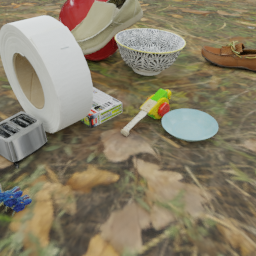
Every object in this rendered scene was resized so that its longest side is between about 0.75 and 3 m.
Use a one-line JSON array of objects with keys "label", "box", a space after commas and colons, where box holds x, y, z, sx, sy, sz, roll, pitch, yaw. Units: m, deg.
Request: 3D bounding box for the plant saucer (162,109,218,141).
[{"label": "plant saucer", "box": [1.698, -0.027, 7.798, 1.540, 0.296, 1.540, 0, 36, 0]}]

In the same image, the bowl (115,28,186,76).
[{"label": "bowl", "box": [0.794, -2.853, 10.874, 2.678, 1.257, 2.678, 3, 37, -2]}]

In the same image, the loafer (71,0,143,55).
[{"label": "loafer", "box": [-0.741, -2.909, 7.563, 1.027, 0.926, 2.714, 28, 60, 38]}]

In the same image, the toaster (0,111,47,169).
[{"label": "toaster", "box": [-2.771, 0.235, 7.053, 1.235, 0.733, 1.117, 23, 43, 29]}]

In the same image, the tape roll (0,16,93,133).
[{"label": "tape roll", "box": [-2.191, -1.370, 7.388, 1.025, 2.932, 2.932, -30, 45, -33]}]

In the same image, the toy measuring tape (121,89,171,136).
[{"label": "toy measuring tape", "box": [0.614, -0.363, 8.179, 0.745, 0.745, 2.026, 30, 68, 35]}]

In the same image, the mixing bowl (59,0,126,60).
[{"label": "mixing bowl", "box": [-1.348, -3.869, 11.460, 2.895, 2.895, 1.568, -5, 56, -7]}]

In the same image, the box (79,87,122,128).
[{"label": "box", "box": [-1.397, -0.853, 8.861, 1.253, 0.395, 2.277, -29, 44, -34]}]

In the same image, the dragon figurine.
[{"label": "dragon figurine", "box": [-3.144, 1.378, 5.484, 2.326, 0.685, 1.156, -10, 37, -16]}]

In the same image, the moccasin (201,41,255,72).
[{"label": "moccasin", "box": [4.410, -2.961, 11.181, 2.942, 1.136, 1.076, 20, 40, 26]}]
